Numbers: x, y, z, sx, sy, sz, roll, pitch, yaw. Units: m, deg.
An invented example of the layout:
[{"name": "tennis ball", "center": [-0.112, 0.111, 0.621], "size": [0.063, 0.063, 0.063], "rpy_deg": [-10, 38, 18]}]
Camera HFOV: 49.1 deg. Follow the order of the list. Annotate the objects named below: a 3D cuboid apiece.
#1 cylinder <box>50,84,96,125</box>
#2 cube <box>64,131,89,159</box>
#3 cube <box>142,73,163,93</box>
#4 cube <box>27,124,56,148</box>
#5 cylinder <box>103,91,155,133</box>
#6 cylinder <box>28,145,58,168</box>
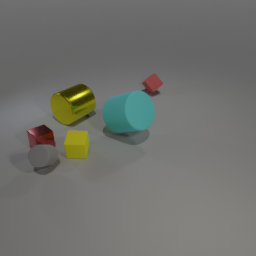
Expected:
[{"name": "cylinder", "center": [-2.332, -1.030, 11.945], "size": [1.400, 1.400, 1.400], "rpy_deg": [19, 35, 30]}, {"name": "cube", "center": [-1.760, 0.576, 9.702], "size": [0.700, 0.700, 0.700], "rpy_deg": [1, 42, 2]}, {"name": "cube", "center": [1.264, -2.304, 14.471], "size": [0.700, 0.700, 0.700], "rpy_deg": [-42, 10, -8]}, {"name": "cube", "center": [-3.145, 0.393, 10.159], "size": [0.700, 0.700, 0.700], "rpy_deg": [-24, 37, -36]}, {"name": "cylinder", "center": [0.017, -0.564, 10.236], "size": [1.400, 1.400, 1.400], "rpy_deg": [-26, 13, -38]}, {"name": "cylinder", "center": [-2.656, 0.877, 8.830], "size": [0.700, 0.700, 0.700], "rpy_deg": [6, -2, 10]}]
